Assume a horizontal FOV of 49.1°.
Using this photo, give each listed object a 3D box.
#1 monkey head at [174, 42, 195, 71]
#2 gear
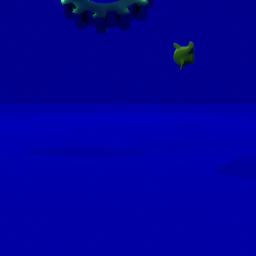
[{"bbox_3d":[1.776,-2.349,8.857,0.646,1.071,0.771,-10,-25,2],"label":"monkey head"},{"bbox_3d":[-0.350,-2.277,4.875,1.581,1.581,0.292,0,-34,4],"label":"gear"}]
